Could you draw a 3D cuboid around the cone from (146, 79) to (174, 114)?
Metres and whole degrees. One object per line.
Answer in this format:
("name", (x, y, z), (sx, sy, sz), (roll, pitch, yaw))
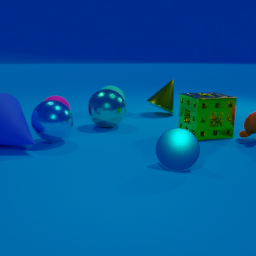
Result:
("cone", (1.477, -1.324, 10.705), (1.192, 1.196, 1.192), (25, 2, -1))

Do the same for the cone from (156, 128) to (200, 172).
("cone", (1.086, 0.519, 5.930), (0.869, 0.869, 0.873), (4, -12, 17))

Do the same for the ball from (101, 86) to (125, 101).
("ball", (-0.666, -1.073, 10.763), (1.093, 1.093, 1.093), (0, 14, 0))

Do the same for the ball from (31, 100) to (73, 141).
("ball", (-1.931, -0.191, 7.144), (1.047, 1.047, 1.047), (0, 14, 0))

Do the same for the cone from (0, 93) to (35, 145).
("cone", (-2.676, 0.072, 6.630), (1.393, 1.388, 1.388), (28, 26, 25))

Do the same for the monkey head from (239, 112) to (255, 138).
("monkey head", (3.438, -0.027, 7.293), (0.663, 1.100, 0.792), (-4, 56, -22))

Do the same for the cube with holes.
("cube with holes", (2.199, -0.367, 7.934), (1.132, 1.132, 1.132), (-4, 15, -14))

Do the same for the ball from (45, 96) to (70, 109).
("ball", (-2.339, -0.577, 9.053), (0.918, 0.918, 0.918), (0, 14, 0))

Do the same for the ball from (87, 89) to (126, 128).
("ball", (-0.661, -0.612, 8.765), (1.206, 1.206, 1.206), (0, 14, 0))
